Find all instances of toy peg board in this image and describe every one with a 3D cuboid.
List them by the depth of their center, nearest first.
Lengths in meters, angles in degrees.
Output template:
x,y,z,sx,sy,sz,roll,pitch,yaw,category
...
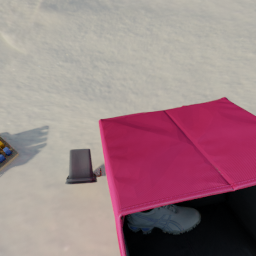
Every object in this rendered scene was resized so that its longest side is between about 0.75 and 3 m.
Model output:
x,y,z,sx,sy,sz,roll,pitch,yaw,category
-3.789,0.662,7.608,1.060,0.520,1.064,36,65,20,toy peg board

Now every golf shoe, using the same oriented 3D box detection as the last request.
x,y,z,sx,sy,sz,roll,pitch,yaw,category
0.812,1.889,6.252,1.687,0.820,0.660,-3,27,-3,golf shoe

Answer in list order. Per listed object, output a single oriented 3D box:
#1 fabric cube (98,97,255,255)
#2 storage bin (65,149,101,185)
x,y,z,sx,sy,sz,roll,pitch,yaw,category
1.189,1.404,5.130,2.954,2.898,2.945,-11,24,-6,fabric cube
-1.099,0.908,6.910,0.866,1.189,0.799,-2,87,-8,storage bin
